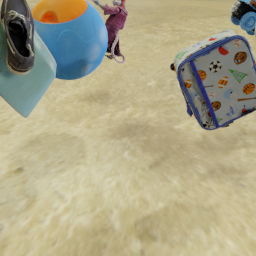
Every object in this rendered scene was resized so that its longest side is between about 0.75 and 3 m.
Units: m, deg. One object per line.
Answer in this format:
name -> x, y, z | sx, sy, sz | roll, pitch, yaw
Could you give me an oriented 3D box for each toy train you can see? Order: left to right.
toy train -> 3.628, -2.855, 7.228 | 2.046, 1.169, 0.887 | 24, 29, -21

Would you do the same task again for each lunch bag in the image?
lunch bag -> 1.563, -0.744, 4.904 | 1.324, 1.653, 0.624 | -25, 31, 10

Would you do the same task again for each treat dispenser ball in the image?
treat dispenser ball -> -1.490, -2.171, 6.823 | 1.994, 1.994, 1.994 | 0, 31, 0

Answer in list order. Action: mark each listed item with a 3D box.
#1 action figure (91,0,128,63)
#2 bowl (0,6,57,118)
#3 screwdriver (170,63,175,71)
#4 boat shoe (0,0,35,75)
action figure -> -0.547, -3.602, 9.798 | 1.591, 2.137, 1.431 | 37, 13, 32
bowl -> -2.194, -1.378, 5.337 | 1.148, 2.194, 2.194 | -38, 41, -9
screwdriver -> 1.569, -1.471, 6.847 | 1.620, 0.226, 0.236 | -9, 8, -42
boat shoe -> -1.667, -1.562, 4.350 | 0.527, 1.451, 0.455 | 0, -17, -32
